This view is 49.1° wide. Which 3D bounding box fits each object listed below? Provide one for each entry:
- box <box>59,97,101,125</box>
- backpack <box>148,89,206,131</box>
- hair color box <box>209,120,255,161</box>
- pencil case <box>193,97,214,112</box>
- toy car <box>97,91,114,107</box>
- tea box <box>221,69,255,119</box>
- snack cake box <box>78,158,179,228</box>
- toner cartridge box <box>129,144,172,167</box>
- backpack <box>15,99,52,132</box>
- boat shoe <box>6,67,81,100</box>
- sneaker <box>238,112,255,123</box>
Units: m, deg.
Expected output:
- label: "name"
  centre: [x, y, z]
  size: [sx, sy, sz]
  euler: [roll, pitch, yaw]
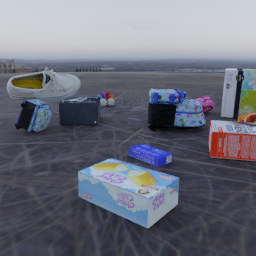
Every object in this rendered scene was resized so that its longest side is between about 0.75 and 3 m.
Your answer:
- label: "box"
  centre: [-2.096, -0.797, 12.532]
  size: [1.663, 1.031, 1.635]
  euler: [-1, 17, -3]
- label: "backpack"
  centre: [1.981, -0.760, 11.379]
  size: [2.295, 1.544, 2.095]
  euler: [3, 14, 7]
- label: "hair color box"
  centre: [3.841, 0.377, 8.344]
  size: [2.698, 0.862, 1.496]
  euler: [5, 15, 13]
- label: "pencil case"
  centre: [3.423, -1.147, 14.162]
  size: [2.025, 0.919, 0.949]
  euler: [-10, -14, -30]
- label: "toy car"
  centre: [-1.353, -1.728, 16.398]
  size: [1.122, 0.842, 0.982]
  euler: [-6, 17, -23]
- label: "tea box"
  centre: [5.657, -1.636, 13.264]
  size: [2.197, 2.233, 1.492]
  euler: [5, 16, 19]
- label: "snack cake box"
  centre: [-0.024, 1.208, 5.637]
  size: [1.813, 0.609, 1.043]
  euler: [11, 17, 37]
- label: "toner cartridge box"
  centre: [0.627, 0.763, 8.032]
  size: [0.574, 0.261, 1.208]
  euler: [-11, 18, -39]
- label: "backpack"
  centre: [-3.597, -0.477, 11.063]
  size: [0.975, 1.215, 1.327]
  euler: [24, 15, 4]
- label: "boat shoe"
  centre: [-3.276, -1.889, 11.296]
  size: [3.012, 1.113, 1.284]
  euler: [-7, -17, -27]
- label: "sneaker"
  centre: [5.584, -0.450, 11.859]
  size: [1.969, 0.719, 0.760]
  euler: [-2, 6, -16]
